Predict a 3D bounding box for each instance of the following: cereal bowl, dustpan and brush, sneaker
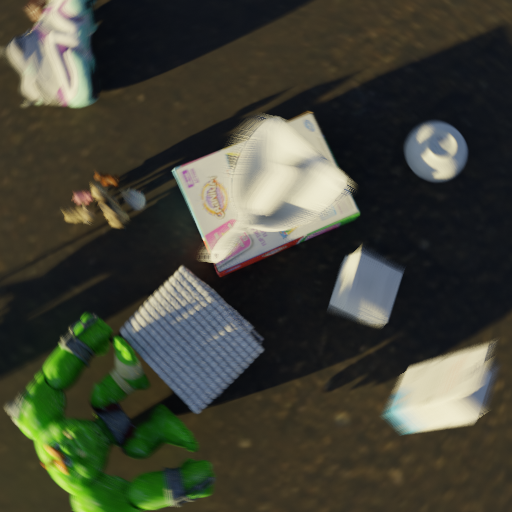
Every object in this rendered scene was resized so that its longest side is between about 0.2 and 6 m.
[{"bbox_3d":[3.380,-1.976,10.410,1.118,0.466,1.118,0,81,0],"label":"cereal bowl"},{"bbox_3d":[0.071,-0.828,9.245,1.716,0.704,2.458,43,116,9],"label":"dustpan and brush"},{"bbox_3d":[-4.037,-4.136,10.461,1.932,1.073,2.761,-4,80,-2],"label":"sneaker"}]

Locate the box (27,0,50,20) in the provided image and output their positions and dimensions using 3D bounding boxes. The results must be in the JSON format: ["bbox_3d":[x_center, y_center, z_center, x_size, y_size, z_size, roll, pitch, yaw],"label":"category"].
[{"bbox_3d":[-4.034,-5.047,10.938,0.335,0.448,0.894,28,81,5],"label":"box"}]

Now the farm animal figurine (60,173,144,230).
[{"bbox_3d":[-2.783,-0.922,10.067,1.181,0.622,1.194,38,85,6],"label":"farm animal figurine"}]

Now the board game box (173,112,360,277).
[{"bbox_3d":[0.171,-1.118,10.207,2.760,0.556,2.111,-23,81,-4],"label":"board game box"}]

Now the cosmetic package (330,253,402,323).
[{"bbox_3d":[1.903,0.572,9.705,0.911,0.560,0.908,26,75,-16],"label":"cosmetic package"}]

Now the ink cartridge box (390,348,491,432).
[{"bbox_3d":[2.789,1.969,8.151,0.518,1.552,0.899,45,52,-8],"label":"ink cartridge box"}]

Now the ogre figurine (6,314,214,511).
[{"bbox_3d":[-2.422,2.861,9.070,2.086,1.707,3.480,-36,97,-23],"label":"ogre figurine"}]

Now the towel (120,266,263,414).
[{"bbox_3d":[-1.063,1.429,9.656,2.013,0.861,1.667,43,81,8],"label":"towel"}]
